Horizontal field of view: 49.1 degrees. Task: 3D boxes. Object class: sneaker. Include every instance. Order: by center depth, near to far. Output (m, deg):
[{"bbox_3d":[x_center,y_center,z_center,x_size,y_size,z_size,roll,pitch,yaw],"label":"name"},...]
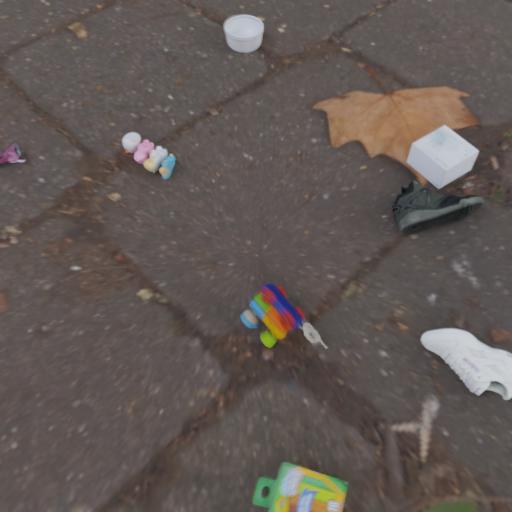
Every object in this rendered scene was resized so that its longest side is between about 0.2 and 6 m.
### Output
[{"bbox_3d":[3.463,1.737,9.091,1.666,0.624,0.830,23,58,15],"label":"sneaker"},{"bbox_3d":[3.511,-1.090,11.031,1.790,0.684,1.025,-15,63,-3],"label":"sneaker"}]

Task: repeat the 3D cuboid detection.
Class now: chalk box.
[{"bbox_3d":[0.574,3.428,7.820,1.213,0.752,0.757,13,55,10],"label":"chalk box"}]

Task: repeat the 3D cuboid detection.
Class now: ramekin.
[{"bbox_3d":[-0.313,-5.653,14.331,0.990,0.520,0.990,0,55,0],"label":"ramekin"}]

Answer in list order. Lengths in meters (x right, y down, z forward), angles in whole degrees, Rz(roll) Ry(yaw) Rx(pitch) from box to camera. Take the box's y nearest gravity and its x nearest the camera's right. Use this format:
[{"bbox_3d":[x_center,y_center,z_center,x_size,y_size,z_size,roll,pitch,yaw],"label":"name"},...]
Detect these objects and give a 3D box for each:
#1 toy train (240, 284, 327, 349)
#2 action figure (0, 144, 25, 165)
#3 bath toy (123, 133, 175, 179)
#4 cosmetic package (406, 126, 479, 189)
[{"bbox_3d":[0.422,1.241,9.366,0.831,0.608,1.436,-46,73,20],"label":"toy train"},{"bbox_3d":[-5.410,-2.076,12.000,0.752,0.504,0.560,-34,105,-7],"label":"action figure"},{"bbox_3d":[-2.330,-2.129,11.893,1.298,0.480,0.565,34,54,20],"label":"bath toy"},{"bbox_3d":[3.905,-2.083,11.782,0.983,0.604,0.980,-31,60,-18],"label":"cosmetic package"}]
